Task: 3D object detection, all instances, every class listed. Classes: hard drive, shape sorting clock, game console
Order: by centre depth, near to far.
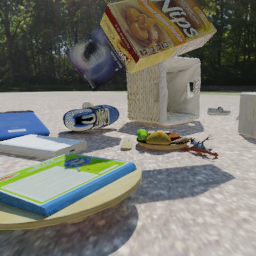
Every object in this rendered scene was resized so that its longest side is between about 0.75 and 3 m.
[{"bbox_3d":[-1.049,0.923,4.373,2.558,0.502,2.558,-5,11,1],"label":"shape sorting clock"},{"bbox_3d":[-2.340,0.486,7.697,2.020,0.270,1.332,5,11,26],"label":"hard drive"},{"bbox_3d":[-4.220,0.181,9.378,2.009,1.393,2.354,43,30,28],"label":"game console"}]

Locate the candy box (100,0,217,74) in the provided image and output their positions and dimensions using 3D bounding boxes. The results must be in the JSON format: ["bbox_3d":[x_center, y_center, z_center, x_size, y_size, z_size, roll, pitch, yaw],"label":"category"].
[{"bbox_3d":[0.925,-2.884,8.041,2.995,1.729,0.828,-27,-8,-28],"label":"candy box"}]

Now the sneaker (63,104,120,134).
[{"bbox_3d":[-1.193,-0.338,10.374,2.353,0.948,1.723,-6,9,-21],"label":"sneaker"}]

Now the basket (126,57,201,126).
[{"bbox_3d":[1.694,-1.730,13.048,2.921,2.894,2.349,-9,11,-44],"label":"basket"}]

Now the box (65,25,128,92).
[{"bbox_3d":[-1.109,-2.663,10.926,1.836,1.851,1.140,-35,5,8],"label":"box"}]

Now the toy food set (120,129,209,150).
[{"bbox_3d":[1.039,0.260,8.335,2.462,0.494,1.699,0,10,2],"label":"toy food set"}]

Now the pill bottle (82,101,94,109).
[{"bbox_3d":[-2.499,-1.376,17.557,0.638,0.638,1.150,0,10,-1],"label":"pill bottle"}]

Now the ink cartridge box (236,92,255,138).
[{"bbox_3d":[4.853,-0.423,9.351,1.529,1.489,2.378,-2,10,-11],"label":"ink cartridge box"}]

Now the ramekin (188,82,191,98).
[{"bbox_3d":[2.814,-1.738,15.406,1.073,2.202,2.202,-6,9,9],"label":"ramekin"}]

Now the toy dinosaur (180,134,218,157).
[{"bbox_3d":[1.946,0.593,7.322,0.498,0.948,0.860,40,16,-25],"label":"toy dinosaur"}]

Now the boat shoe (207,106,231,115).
[{"bbox_3d":[5.148,-0.992,15.801,1.323,0.471,0.462,0,10,3],"label":"boat shoe"}]
